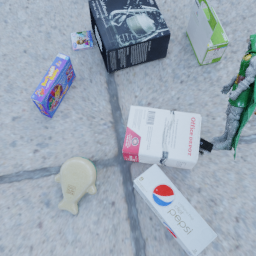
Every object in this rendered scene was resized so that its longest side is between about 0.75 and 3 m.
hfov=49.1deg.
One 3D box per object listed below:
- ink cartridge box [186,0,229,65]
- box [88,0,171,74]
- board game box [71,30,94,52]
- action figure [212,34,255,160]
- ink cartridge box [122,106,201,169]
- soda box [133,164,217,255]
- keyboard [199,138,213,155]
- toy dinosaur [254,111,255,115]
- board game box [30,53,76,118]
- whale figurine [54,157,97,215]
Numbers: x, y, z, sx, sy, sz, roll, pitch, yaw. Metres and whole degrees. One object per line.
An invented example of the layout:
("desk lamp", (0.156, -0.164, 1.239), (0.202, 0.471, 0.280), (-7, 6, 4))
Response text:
("ink cartridge box", (2.963, -3.681, 10.113), (0.889, 2.346, 1.734), (-14, 69, -5))
("box", (0.007, -3.698, 10.600), (2.397, 1.511, 2.438), (-17, 69, -9))
("board game box", (-1.838, -3.486, 11.211), (0.823, 0.170, 0.825), (-11, 69, -4))
("action figure", (2.875, -0.875, 7.136), (0.807, 1.743, 2.951), (13, 109, 4))
("ink cartridge box", (1.114, 0.316, 9.220), (2.323, 0.980, 1.682), (8, 69, 7))
("soda box", (1.333, 2.447, 8.485), (0.924, 0.863, 2.712), (-37, 73, -13))
("keyboard", (2.442, 0.595, 9.638), (0.913, 0.094, 0.580), (27, 64, 11))
("toy dinosaur", (5.213, -0.586, 9.912), (1.477, 0.754, 1.003), (-21, 54, 11))
("board game box", (-2.548, -1.465, 9.808), (0.428, 1.286, 1.913), (22, 70, 9))
("whale figurine", (-1.624, 1.774, 8.873), (1.410, 0.920, 1.773), (16, 93, 7))
